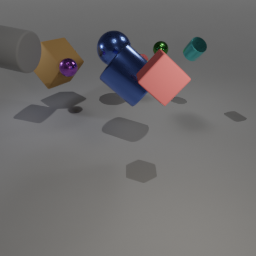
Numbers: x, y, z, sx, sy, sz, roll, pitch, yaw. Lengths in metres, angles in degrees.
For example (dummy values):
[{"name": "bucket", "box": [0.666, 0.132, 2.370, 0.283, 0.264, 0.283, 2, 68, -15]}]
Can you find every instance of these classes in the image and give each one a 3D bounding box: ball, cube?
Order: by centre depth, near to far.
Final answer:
[{"name": "cube", "box": [0.657, -0.982, 5.387, 0.700, 0.700, 0.700, 39, 17, -16]}, {"name": "ball", "box": [-2.270, -2.303, 10.661, 0.700, 0.700, 0.700, 0, 29, 0]}, {"name": "ball", "box": [-0.565, -3.216, 11.360, 1.400, 1.400, 1.400, 0, 29, 0]}, {"name": "cube", "box": [-3.037, -2.753, 11.879, 1.400, 1.400, 1.400, 51, 40, 3]}, {"name": "ball", "box": [1.472, -3.561, 12.633, 0.700, 0.700, 0.700, 0, 29, 0]}]

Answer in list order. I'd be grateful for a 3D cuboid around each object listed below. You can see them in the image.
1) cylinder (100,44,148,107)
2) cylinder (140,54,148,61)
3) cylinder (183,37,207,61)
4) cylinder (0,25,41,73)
[{"name": "cylinder", "box": [0.067, -1.635, 8.799, 1.400, 1.400, 1.400, 40, 31, -7]}, {"name": "cylinder", "box": [0.533, -3.288, 13.842, 0.700, 0.700, 0.700, -14, 30, -43]}, {"name": "cylinder", "box": [2.664, -3.140, 11.172, 0.700, 0.700, 0.700, -12, -13, -21]}, {"name": "cylinder", "box": [-3.923, -2.679, 9.513, 1.400, 1.400, 1.400, 14, 31, 12]}]
